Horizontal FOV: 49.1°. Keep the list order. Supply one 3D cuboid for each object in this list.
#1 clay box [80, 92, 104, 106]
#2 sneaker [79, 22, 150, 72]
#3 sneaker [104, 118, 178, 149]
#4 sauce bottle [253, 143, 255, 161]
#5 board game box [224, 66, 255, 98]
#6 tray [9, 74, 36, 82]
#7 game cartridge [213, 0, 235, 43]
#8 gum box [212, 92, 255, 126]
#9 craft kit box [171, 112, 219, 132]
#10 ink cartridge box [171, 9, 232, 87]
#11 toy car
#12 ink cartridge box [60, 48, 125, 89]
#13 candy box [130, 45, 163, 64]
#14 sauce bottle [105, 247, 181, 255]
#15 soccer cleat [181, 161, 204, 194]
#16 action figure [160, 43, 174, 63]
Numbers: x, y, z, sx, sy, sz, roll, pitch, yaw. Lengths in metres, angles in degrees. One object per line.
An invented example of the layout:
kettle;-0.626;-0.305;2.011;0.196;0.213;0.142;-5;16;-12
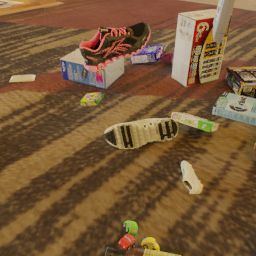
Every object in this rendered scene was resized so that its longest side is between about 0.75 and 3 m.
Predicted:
clay box;-1.176;-0.906;8.767;0.767;0.183;0.441;3;45;38
sneaker;-0.437;-2.763;8.831;2.460;1.173;0.972;-29;54;-1
sneaker;0.405;0.113;9.144;2.339;0.879;0.948;-7;15;-3
sauce bottle;4.742;0.108;8.930;0.959;0.959;2.904;19;39;24
board game box;5.629;-2.004;12.087;2.315;0.656;1.914;-2;34;-2
tray;-4.890;-2.328;12.983;1.107;0.123;0.594;-5;35;-7
game cartridge;2.595;-3.222;7.542;0.337;1.625;1.082;12;47;9
gum box;4.215;-0.768;10.608;1.660;0.370;1.411;18;40;23
craft kit box;2.265;-0.213;9.402;1.343;0.326;1.326;20;13;25
ink cartridge box;3.399;-3.558;12.305;2.536;2.888;1.211;-17;39;-22
toy car;0.159;2.331;6.193;1.027;0.229;0.967;20;11;-26
ink cartridge box;-1.788;-2.907;12.966;2.777;1.060;1.894;18;40;20
candy box;0.969;-3.781;14.390;1.412;0.544;1.194;2;35;27
sauce bottle;0.376;2.733;5.651;1.692;0.548;0.548;5;36;11
soccer cleat;1.658;1.331;7.714;0.438;0.392;1.130;-11;40;-11
action figure;2.190;-3.494;14.124;1.697;1.137;1.264;2;70;48
